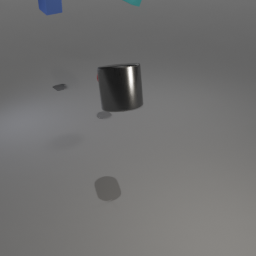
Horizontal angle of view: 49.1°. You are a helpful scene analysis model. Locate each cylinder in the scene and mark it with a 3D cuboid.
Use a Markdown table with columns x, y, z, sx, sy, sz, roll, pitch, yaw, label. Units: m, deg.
| x | y | z | sx | sy | sz | roll | pitch | yaw | label |
| --- | --- | --- | --- | --- | --- | --- | --- | --- | --- |
| -0.121 | -0.672 | 4.574 | 0.700 | 0.700 | 0.700 | -5 | 15 | 1 | cylinder |

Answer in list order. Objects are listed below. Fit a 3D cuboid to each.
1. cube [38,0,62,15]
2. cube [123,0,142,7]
| x | y | z | sx | sy | sz | roll | pitch | yaw | label |
| --- | --- | --- | --- | --- | --- | --- | --- | --- | --- |
| -3.076 | -4.958 | 11.029 | 0.700 | 0.700 | 0.700 | -25 | 53 | -29 | cube |
| 0.249 | -6.562 | 13.948 | 0.700 | 0.700 | 0.700 | 37 | 31 | 25 | cube |
